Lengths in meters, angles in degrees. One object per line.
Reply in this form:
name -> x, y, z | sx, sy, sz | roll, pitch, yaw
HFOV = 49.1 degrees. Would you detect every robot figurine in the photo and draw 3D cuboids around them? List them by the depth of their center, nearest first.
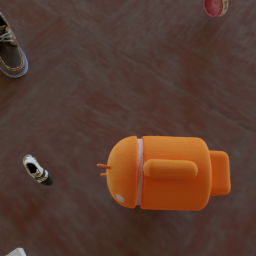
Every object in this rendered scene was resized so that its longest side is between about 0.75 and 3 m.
robot figurine -> 0.723, 0.962, 6.004 | 2.704, 1.577, 1.945 | 2, 24, -1

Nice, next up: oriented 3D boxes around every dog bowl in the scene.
dog bowl -> 2.822, -4.030, 9.072 | 0.334, 0.905, 0.905 | -27, 67, -17

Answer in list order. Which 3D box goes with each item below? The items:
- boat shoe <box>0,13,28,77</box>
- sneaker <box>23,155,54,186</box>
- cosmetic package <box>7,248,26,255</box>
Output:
boat shoe -> -3.820, -2.627, 8.445 | 0.880, 0.881, 2.435 | -28, 73, -17
sneaker -> -2.156, 1.098, 6.700 | 0.355, 0.424, 0.959 | -41, 114, -4
cosmetic package -> -2.356, 3.084, 6.054 | 0.460, 0.331, 0.816 | -30, 67, -14
